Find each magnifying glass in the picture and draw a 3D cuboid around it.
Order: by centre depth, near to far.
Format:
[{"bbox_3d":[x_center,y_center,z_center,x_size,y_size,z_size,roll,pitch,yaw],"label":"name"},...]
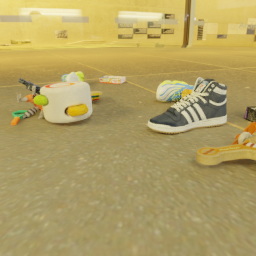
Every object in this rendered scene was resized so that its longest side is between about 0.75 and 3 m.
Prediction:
[{"bbox_3d":[-3.886,-0.388,9.922,0.567,0.160,1.426,-3,21,-8],"label":"magnifying glass"}]

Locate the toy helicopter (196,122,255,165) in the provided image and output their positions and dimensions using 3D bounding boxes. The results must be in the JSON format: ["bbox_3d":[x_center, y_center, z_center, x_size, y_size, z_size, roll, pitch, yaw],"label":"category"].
[{"bbox_3d":[2.753,0.459,6.594,2.458,0.969,1.625,-7,20,-7],"label":"toy helicopter"}]

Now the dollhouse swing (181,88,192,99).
[{"bbox_3d":[2.755,-1.204,11.220,0.873,0.903,0.994,-13,12,29],"label":"dollhouse swing"}]

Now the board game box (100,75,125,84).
[{"bbox_3d":[-0.883,-2.801,16.174,1.252,0.290,0.948,7,22,18],"label":"board game box"}]

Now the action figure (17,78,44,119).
[{"bbox_3d":[-3.517,-1.066,10.608,1.928,1.008,1.865,27,18,2],"label":"action figure"}]

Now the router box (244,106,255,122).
[{"bbox_3d":[5.117,-0.387,9.453,1.758,0.459,1.383,-5,21,-13],"label":"router box"}]

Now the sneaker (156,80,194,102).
[{"bbox_3d":[2.261,-1.575,12.037,1.243,0.896,2.366,17,25,37],"label":"sneaker"}]

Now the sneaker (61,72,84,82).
[{"bbox_3d":[-3.133,-2.524,14.985,1.119,0.806,2.129,-9,12,12],"label":"sneaker"}]

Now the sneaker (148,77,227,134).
[{"bbox_3d":[1.945,-0.767,8.910,2.857,1.550,1.001,-8,22,-21],"label":"sneaker"}]

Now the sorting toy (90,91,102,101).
[{"bbox_3d":[-1.680,-1.326,11.916,1.037,0.364,2.150,-9,12,-18],"label":"sorting toy"}]

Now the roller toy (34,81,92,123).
[{"bbox_3d":[-2.055,-0.859,9.556,1.815,1.268,1.656,0,18,14],"label":"roller toy"}]
